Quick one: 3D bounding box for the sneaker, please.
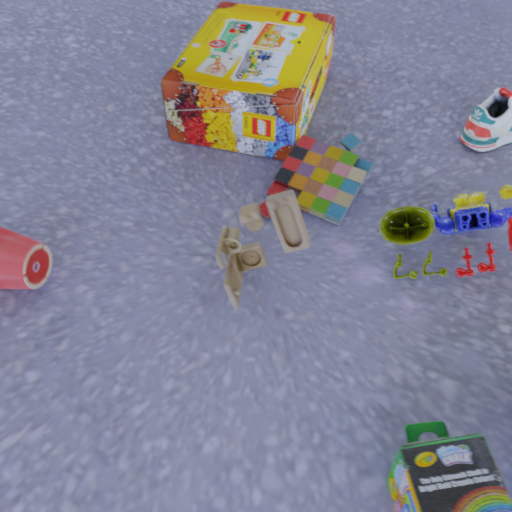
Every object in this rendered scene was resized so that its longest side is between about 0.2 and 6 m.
[{"bbox_3d":[5.102,-2.880,11.187,2.245,1.049,0.790,-24,52,-19],"label":"sneaker"}]

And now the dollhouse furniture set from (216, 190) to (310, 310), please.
[{"bbox_3d":[0.101,-0.092,8.207,1.242,1.181,1.012,-14,32,14],"label":"dollhouse furniture set"}]

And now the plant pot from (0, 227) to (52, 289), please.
[{"bbox_3d":[-3.680,0.088,8.514,0.873,0.987,0.987,11,49,14],"label":"plant pot"}]

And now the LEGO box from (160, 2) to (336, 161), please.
[{"bbox_3d":[-0.029,-3.801,11.775,2.691,1.394,3.613,13,49,11],"label":"LEGO box"}]

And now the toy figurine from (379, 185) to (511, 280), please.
[{"bbox_3d":[3.361,-0.392,9.204,2.419,1.276,1.449,-10,4,19],"label":"toy figurine"}]

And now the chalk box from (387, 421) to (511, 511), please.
[{"bbox_3d":[2.114,2.657,6.240,1.009,1.002,1.616,-6,47,-4],"label":"chalk box"}]

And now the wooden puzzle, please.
[{"bbox_3d":[1.140,-1.387,10.071,1.455,0.172,2.453,24,65,16],"label":"wooden puzzle"}]
